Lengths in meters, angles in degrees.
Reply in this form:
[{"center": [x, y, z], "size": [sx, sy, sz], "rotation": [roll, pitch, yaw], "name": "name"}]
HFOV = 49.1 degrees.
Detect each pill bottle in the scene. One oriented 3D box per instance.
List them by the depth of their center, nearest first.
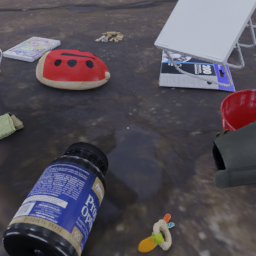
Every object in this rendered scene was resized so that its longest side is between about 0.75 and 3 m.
[{"center": [-1.240, 1.439, 5.611], "size": [1.370, 1.370, 2.450], "rotation": [9, 39, 11], "name": "pill bottle"}]

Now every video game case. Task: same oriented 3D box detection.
[{"center": [-4.541, -3.796, 13.364], "size": [1.627, 0.205, 2.272], "rotation": [14, 40, 17], "name": "video game case"}]

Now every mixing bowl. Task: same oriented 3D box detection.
[{"center": [3.551, 0.248, 7.131], "size": [2.609, 1.413, 2.609], "rotation": [1, 37, 0], "name": "mixing bowl"}]

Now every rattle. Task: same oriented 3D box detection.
[{"center": [0.600, 2.157, 5.717], "size": [0.531, 0.582, 0.815], "rotation": [36, 24, -5], "name": "rattle"}]

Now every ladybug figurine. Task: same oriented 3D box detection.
[{"center": [-2.117, -2.299, 10.698], "size": [2.988, 1.075, 2.028], "rotation": [7, 38, 9], "name": "ladybug figurine"}]

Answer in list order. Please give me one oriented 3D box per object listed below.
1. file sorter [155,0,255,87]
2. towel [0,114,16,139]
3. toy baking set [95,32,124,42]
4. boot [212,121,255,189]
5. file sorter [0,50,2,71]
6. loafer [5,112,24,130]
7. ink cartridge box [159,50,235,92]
[{"center": [1.494, -1.676, 4.572], "size": [1.177, 1.056, 1.697], "rotation": [27, 86, 35], "name": "file sorter"}, {"center": [-3.920, 0.078, 8.166], "size": [1.167, 0.213, 0.866], "rotation": [-27, 51, -14], "name": "towel"}, {"center": [-0.951, -4.775, 14.654], "size": [1.500, 0.174, 1.151], "rotation": [-2, 38, -2], "name": "toy baking set"}, {"center": [2.271, -0.030, 4.845], "size": [1.937, 1.085, 2.800], "rotation": [-8, 21, 11], "name": "boot"}, {"center": [-5.795, -2.490, 10.502], "size": [1.255, 1.126, 1.809], "rotation": [32, 36, -5], "name": "file sorter"}, {"center": [-3.568, -0.214, 8.642], "size": [0.879, 0.296, 0.334], "rotation": [25, 44, 28], "name": "loafer"}, {"center": [2.766, -2.488, 11.348], "size": [2.854, 0.619, 2.827], "rotation": [6, 37, 6], "name": "ink cartridge box"}]
